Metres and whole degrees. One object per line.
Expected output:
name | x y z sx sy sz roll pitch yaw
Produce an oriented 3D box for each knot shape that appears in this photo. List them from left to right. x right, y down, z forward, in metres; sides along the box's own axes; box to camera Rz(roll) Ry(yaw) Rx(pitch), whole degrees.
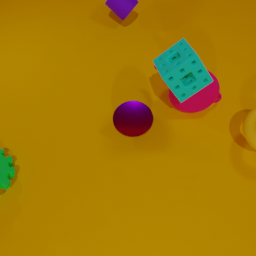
knot shape | 3.613 0.053 6.160 1.775 0.820 1.661 44 108 1

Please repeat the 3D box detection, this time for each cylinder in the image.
cylinder | -0.182 -3.726 8.333 0.724 0.724 0.724 40 65 -15

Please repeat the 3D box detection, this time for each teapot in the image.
teapot | 1.580 -1.069 7.142 2.032 1.264 0.995 17 42 -20

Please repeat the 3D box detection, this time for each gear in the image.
gear | -3.274 0.994 6.308 1.322 0.245 1.322 11 45 -12

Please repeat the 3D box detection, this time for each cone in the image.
cone | 0.126 -0.437 7.164 0.984 0.984 0.987 1 29 0

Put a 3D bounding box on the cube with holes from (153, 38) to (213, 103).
cube with holes | 1.108 -1.174 5.724 0.769 0.769 0.769 -34 39 16
